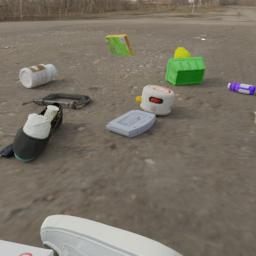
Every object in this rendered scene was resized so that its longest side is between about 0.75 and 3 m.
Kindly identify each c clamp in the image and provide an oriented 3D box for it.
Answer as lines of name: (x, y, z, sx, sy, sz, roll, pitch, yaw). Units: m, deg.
c clamp: (-2.645, -1.027, 10.922, 2.219, 0.300, 1.895, 4, 21, 12)

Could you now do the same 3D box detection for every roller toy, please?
roller toy: (1.026, -0.976, 10.065, 1.240, 0.867, 1.131, -5, 29, -32)

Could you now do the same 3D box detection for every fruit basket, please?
fruit basket: (2.690, -2.997, 13.582, 1.926, 1.389, 1.926, 3, 40, -2)

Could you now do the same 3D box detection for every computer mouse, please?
computer mouse: (-3.407, 0.692, 7.339, 0.448, 0.260, 1.529, 20, 33, 34)

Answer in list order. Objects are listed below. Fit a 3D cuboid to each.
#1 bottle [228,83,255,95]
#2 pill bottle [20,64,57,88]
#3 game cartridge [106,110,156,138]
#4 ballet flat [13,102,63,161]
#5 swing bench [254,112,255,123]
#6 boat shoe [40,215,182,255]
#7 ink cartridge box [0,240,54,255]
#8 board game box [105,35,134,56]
bottle: (4.932, -1.735, 12.207, 1.107, 0.361, 0.462, 18, 33, 33)
pill bottle: (-4.163, -2.500, 13.152, 0.910, 0.910, 1.591, 16, 30, 29)
game cartridge: (0.179, -0.161, 9.075, 1.047, 0.318, 1.571, 14, 29, 34)
ballet flat: (-2.524, -0.101, 8.076, 0.884, 0.890, 2.601, 22, 26, -6)
swing bench: (4.663, -0.734, 9.449, 0.635, 0.974, 0.979, 9, 28, 18)
boat shoe: (-0.499, 1.862, 3.787, 2.715, 0.947, 0.967, -7, 47, 43)
ink cartridge box: (-2.438, 2.042, 3.005, 2.682, 1.148, 1.979, 4, 7, 11)
board game box: (-0.247, -2.163, 7.316, 0.162, 0.515, 1.078, -37, 30, -19)
